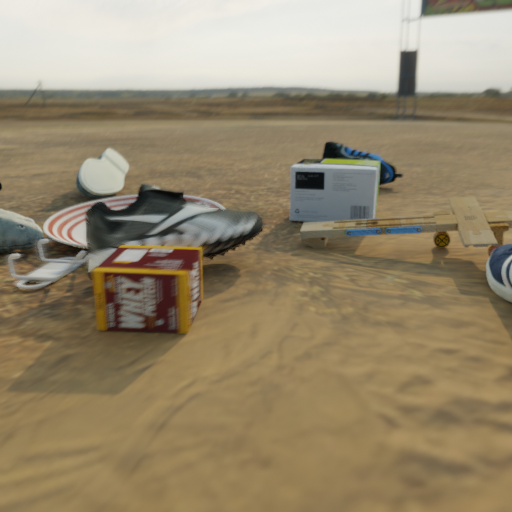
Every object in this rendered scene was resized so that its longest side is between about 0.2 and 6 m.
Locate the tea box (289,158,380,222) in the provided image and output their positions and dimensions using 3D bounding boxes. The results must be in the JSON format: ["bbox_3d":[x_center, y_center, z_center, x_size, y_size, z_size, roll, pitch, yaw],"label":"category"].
[{"bbox_3d":[1.693,-1.404,11.839,1.726,1.153,1.698,5,17,15],"label":"tea box"}]

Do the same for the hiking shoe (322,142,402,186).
[{"bbox_3d":[2.879,-2.550,16.177,1.261,1.082,2.910,1,25,-23],"label":"hiking shoe"}]

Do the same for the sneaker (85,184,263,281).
[{"bbox_3d":[-1.206,-0.535,8.301,2.837,1.283,0.943,-14,-11,-29],"label":"sneaker"}]

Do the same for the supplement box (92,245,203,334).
[{"bbox_3d":[-1.246,0.369,6.706,1.067,0.718,1.082,2,17,4],"label":"supplement box"}]

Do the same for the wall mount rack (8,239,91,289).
[{"bbox_3d":[-2.819,0.048,8.126,1.190,0.511,1.369,1,18,11],"label":"wall mount rack"}]

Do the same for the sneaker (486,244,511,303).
[{"bbox_3d":[3.611,0.071,6.745,1.146,1.292,3.057,2,16,7],"label":"sneaker"}]

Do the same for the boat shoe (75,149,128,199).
[{"bbox_3d":[-4.147,-1.981,14.727,0.936,1.103,3.031,-41,18,16],"label":"boat shoe"}]

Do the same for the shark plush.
[{"bbox_3d":[-4.932,-0.331,8.834,2.829,1.285,1.178,-9,49,-41],"label":"shark plush"}]

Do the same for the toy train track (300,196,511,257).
[{"bbox_3d":[2.710,-0.311,9.388,3.885,0.632,2.228,-2,23,14],"label":"toy train track"}]

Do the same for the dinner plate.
[{"bbox_3d":[-2.153,-0.576,10.251,3.266,0.396,3.266,-2,19,1],"label":"dinner plate"}]
